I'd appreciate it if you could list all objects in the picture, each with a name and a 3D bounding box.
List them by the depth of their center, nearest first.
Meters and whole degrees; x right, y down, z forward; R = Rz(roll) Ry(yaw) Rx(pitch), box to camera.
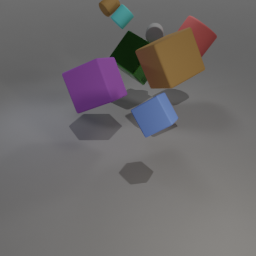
[{"bbox_3d":[0.612,-0.304,6.311,0.700,0.700,0.700,-28,2,24],"label":"cube"},{"bbox_3d":[1.335,-2.190,9.018,1.400,1.400,1.400,-30,17,-16],"label":"cube"},{"bbox_3d":[-1.073,-1.457,9.418,1.400,1.400,1.400,-17,9,23],"label":"cube"},{"bbox_3d":[2.542,-3.453,11.153,1.400,1.400,1.400,33,19,-13],"label":"cylinder"},{"bbox_3d":[1.069,-3.781,11.224,0.700,0.700,0.700,3,32,5],"label":"cylinder"},{"bbox_3d":[-0.241,-4.597,11.590,0.700,0.700,0.700,-46,34,10],"label":"cylinder"},{"bbox_3d":[0.346,-2.894,11.704,1.400,1.400,1.400,38,5,22],"label":"cube"},{"bbox_3d":[-0.814,-5.431,12.403,0.700,0.700,0.700,-43,44,-9],"label":"cylinder"}]
